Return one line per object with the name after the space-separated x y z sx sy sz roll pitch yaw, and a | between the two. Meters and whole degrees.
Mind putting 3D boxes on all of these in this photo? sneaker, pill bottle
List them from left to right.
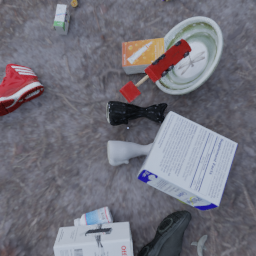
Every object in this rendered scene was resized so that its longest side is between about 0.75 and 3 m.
-4.275 -1.357 9.820 2.347 0.920 1.356 -26 72 -17 | sneaker
-1.103 3.012 9.050 1.159 0.630 0.630 -17 80 -3 | pill bottle
1.303 3.717 8.901 1.104 0.924 2.433 38 89 -3 | sneaker

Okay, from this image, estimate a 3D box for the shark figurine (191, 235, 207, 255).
2.390 3.994 9.011 0.568 0.396 0.950 -9 78 0 | shark figurine

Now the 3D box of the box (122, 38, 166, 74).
0.587 -2.507 9.834 1.488 0.725 0.926 -3 79 12 | box

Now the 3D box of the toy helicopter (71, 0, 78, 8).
-2.037 -5.135 10.616 0.750 0.447 1.134 6 87 -1 | toy helicopter

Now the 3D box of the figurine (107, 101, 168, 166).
0.353 0.161 9.337 2.063 0.910 2.114 -1 86 -8 | figurine

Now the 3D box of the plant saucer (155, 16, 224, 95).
2.059 -2.343 9.475 2.726 0.684 2.726 -18 64 41 | plant saucer

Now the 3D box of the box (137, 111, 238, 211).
1.765 1.006 8.413 2.284 1.198 2.101 26 64 3 | box

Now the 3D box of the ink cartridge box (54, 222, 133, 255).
-0.944 3.839 8.464 2.219 0.929 1.601 -4 107 0 | ink cartridge box

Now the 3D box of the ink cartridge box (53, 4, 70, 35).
-2.421 -3.974 10.291 0.379 0.629 0.866 6 80 1 | ink cartridge box

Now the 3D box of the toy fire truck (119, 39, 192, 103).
0.836 -1.755 8.661 2.173 1.532 0.530 -43 98 -19 | toy fire truck

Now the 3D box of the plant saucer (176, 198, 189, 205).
2.109 1.925 9.465 1.308 0.203 1.308 0 80 -1 | plant saucer
